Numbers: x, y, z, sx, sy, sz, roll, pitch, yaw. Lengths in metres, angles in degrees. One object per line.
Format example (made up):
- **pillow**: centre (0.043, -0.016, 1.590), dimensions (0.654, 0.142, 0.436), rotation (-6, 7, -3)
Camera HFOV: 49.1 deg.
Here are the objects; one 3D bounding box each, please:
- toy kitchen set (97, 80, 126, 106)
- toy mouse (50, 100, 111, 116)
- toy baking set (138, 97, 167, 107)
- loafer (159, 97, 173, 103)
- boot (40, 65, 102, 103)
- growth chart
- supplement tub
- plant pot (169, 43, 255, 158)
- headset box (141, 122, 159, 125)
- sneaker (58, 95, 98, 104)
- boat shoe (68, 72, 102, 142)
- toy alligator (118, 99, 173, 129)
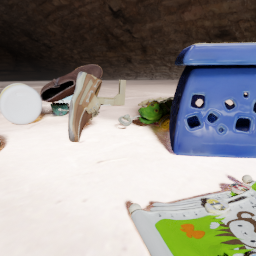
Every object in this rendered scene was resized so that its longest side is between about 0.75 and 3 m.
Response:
- **toy kitchen set**: centre (-0.954, -1.979, 15.340), dimensions (1.534, 1.384, 1.252), rotation (3, 11, -7)
- **toy mouse**: centre (-2.227, -0.805, 11.815), dimensions (2.878, 0.557, 2.557), rotation (-10, 16, -40)
- **toy baking set**: centre (1.235, -1.416, 14.685), dimensions (1.866, 0.217, 1.433), rotation (-22, 10, -33)
- **loafer**: centre (2.023, -1.302, 14.682), dimensions (1.131, 0.382, 0.430), rotation (-25, 20, -27)
- **boot**: centre (-1.937, -1.583, 10.086), dimensions (2.552, 0.923, 2.122), rotation (-27, 15, -9)
- **growth chart**: centre (1.262, 1.162, 3.449), dimensions (2.476, 0.220, 1.792), rotation (-6, 15, -24)
- **supplement tub**: centre (-4.033, -0.943, 10.434), dimensions (1.407, 1.407, 1.936), rotation (-5, 13, -24)
- **plant pot**: centre (2.493, -0.828, 7.208), dimensions (2.823, 2.538, 2.823), rotation (0, 12, 5)
- **headset box**: centre (1.008, -0.340, 10.160), dimensions (0.885, 0.342, 0.658), rotation (11, 16, 37)
- **sneaker**: centre (-2.818, -1.898, 16.016), dimensions (2.336, 0.957, 0.863), rotation (-5, 14, -20)
- **boat shoe**: centre (-1.183, -0.644, 7.955), dimensions (0.832, 2.318, 0.878), rotation (10, -30, -7)
- **toy alligator**: centre (1.040, -0.518, 9.208), dimensions (2.984, 0.717, 0.989), rotation (-9, 48, -38)
